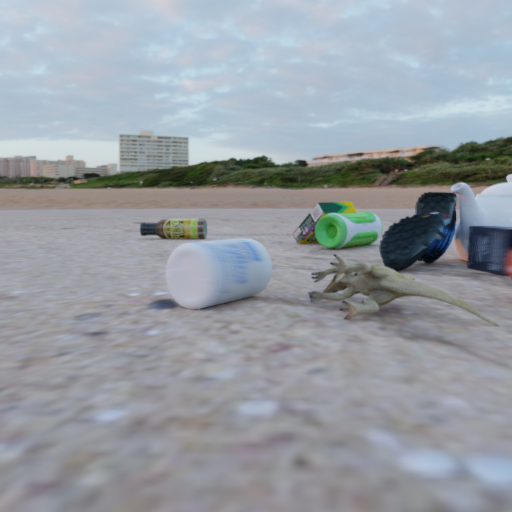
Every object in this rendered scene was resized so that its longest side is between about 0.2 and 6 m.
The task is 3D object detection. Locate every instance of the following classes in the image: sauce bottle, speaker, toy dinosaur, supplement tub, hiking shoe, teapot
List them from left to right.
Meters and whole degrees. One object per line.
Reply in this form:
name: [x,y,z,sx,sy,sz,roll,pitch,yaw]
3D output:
sauce bottle: [-2.266,-0.720,15.351,1.802,0.583,0.583,-2,6,4]
supplement tub: [-0.402,0.175,6.241,0.712,0.712,1.079,5,8,36]
speaker: [2.179,-0.602,12.927,0.856,0.856,1.936,5,8,39]
toy dinosaur: [1.265,0.285,5.698,1.079,0.621,2.133,-3,6,-35]
hiking shoe: [2.880,-0.239,9.458,0.878,1.023,2.360,5,31,41]
teapot: [4.654,-0.669,10.043,2.114,1.565,2.142,4,6,23]

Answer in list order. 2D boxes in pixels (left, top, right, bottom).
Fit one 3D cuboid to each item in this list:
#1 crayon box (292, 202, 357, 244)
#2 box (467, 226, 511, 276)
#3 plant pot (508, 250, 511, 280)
crayon box: [1.668,-0.803,13.698,1.087,0.367,1.260,-6,-31,-36]
box: [3.799,-0.101,8.740,0.508,0.721,0.974,-1,7,-12]
plant pot: [3.337,0.091,6.003,1.070,1.070,1.041,-1,-3,-6]
